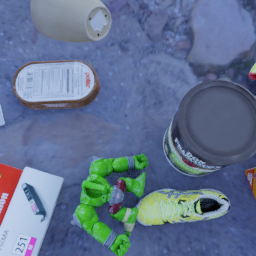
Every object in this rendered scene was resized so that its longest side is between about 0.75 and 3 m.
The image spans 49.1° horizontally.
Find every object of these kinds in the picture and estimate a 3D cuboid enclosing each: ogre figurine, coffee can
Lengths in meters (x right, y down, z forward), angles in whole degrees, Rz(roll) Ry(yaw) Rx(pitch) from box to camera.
[{"bbox_3d":[-0.458,1.800,7.545,1.616,1.323,2.696,18,82,-3],"label":"ogre figurine"},{"bbox_3d":[2.026,0.177,7.290,1.926,2.631,1.926,0,74,0],"label":"coffee can"}]

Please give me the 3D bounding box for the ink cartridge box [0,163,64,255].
[{"bbox_3d":[-3.133,2.221,7.473,2.128,0.534,2.452,18,66,-7],"label":"ink cartridge box"}]

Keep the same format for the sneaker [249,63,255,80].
[{"bbox_3d":[4.731,-1.208,8.598,1.075,0.931,2.381,-38,67,-13],"label":"sneaker"}]

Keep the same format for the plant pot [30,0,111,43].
[{"bbox_3d":[-1.129,-2.495,6.199,1.528,1.431,1.431,33,75,35],"label":"plant pot"}]

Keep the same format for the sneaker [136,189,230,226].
[{"bbox_3d":[1.461,2.082,7.617,2.628,1.004,0.991,-10,77,-2],"label":"sneaker"}]

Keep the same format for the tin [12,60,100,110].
[{"bbox_3d":[-2.265,-1.369,8.845,2.715,0.568,1.520,-3,79,-1],"label":"tin"}]

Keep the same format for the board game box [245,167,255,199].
[{"bbox_3d":[5.209,1.825,6.702,2.865,2.867,2.866,-16,75,-4],"label":"board game box"}]

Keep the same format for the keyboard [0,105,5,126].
[{"bbox_3d":[-5.144,-0.053,8.686,2.538,0.135,0.714,-18,80,-4],"label":"keyboard"}]
